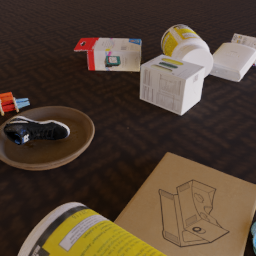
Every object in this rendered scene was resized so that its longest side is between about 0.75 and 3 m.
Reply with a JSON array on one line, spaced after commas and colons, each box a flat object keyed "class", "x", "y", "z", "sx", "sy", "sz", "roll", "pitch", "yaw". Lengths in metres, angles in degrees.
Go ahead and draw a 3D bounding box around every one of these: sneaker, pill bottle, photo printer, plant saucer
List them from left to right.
[{"class": "sneaker", "x": -2.436, "y": 0.191, "z": 7.392, "sx": 1.622, "sy": 0.593, "sz": 0.907, "roll": 9, "pitch": 27, "yaw": -1}, {"class": "plant saucer", "x": -2.314, "y": 0.246, "z": 7.864, "sx": 2.743, "sy": 0.404, "sz": 2.743, "roll": 0, "pitch": 36, "yaw": 0}, {"class": "pill bottle", "x": -0.086, "y": 2.366, "z": 3.938, "sx": 2.841, "sy": 1.581, "sz": 1.581, "roll": 22, "pitch": 41, "yaw": 26}, {"class": "pill bottle", "x": 2.381, "y": -3.095, "z": 11.484, "sx": 1.560, "sy": 1.560, "sz": 2.730, "roll": -4, "pitch": 36, "yaw": -5}, {"class": "photo printer", "x": 4.298, "y": -2.808, "z": 11.536, "sx": 1.564, "sy": 0.653, "sz": 1.880, "roll": 26, "pitch": 58, "yaw": 31}]

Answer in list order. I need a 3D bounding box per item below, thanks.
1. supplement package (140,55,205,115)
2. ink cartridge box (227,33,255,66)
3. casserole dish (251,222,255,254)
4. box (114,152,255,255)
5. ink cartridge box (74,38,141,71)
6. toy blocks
[{"class": "supplement package", "x": 1.473, "y": -1.518, "z": 9.533, "sx": 1.720, "sy": 1.296, "sz": 1.305, "roll": 26, "pitch": 43, "yaw": 31}, {"class": "ink cartridge box", "x": 5.054, "y": -3.474, "z": 12.343, "sx": 1.595, "sy": 1.088, "sz": 0.609, "roll": 24, "pitch": 9, "yaw": 28}, {"class": "casserole dish", "x": 3.088, "y": 2.330, "z": 5.042, "sx": 1.759, "sy": 0.341, "sz": 1.065, "roll": 26, "pitch": 43, "yaw": 32}, {"class": "box", "x": 1.276, "y": 1.787, "z": 5.822, "sx": 2.365, "sy": 0.308, "sz": 2.893, "roll": 20, "pitch": 40, "yaw": 25}, {"class": "ink cartridge box", "x": -0.819, "y": -3.232, "z": 12.219, "sx": 2.737, "sy": 0.920, "sz": 1.590, "roll": 2, "pitch": 36, "yaw": 3}, {"class": "toy blocks", "x": -4.061, "y": -0.875, "z": 9.337, "sx": 1.366, "sy": 0.496, "sz": 1.139, "roll": -15, "pitch": 39, "yaw": -20}]
